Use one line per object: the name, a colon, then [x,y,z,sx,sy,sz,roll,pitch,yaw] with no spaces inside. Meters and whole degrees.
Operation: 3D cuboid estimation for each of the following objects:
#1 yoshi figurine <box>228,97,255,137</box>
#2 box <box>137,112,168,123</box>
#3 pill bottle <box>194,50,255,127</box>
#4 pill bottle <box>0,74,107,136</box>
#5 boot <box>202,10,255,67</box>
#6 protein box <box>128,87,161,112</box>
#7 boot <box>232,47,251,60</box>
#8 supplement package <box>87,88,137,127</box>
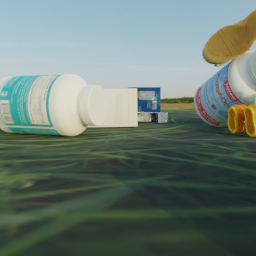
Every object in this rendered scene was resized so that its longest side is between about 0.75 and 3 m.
yoshi figurine: [3.677,-0.234,6.527,2.444,1.374,1.369,-14,-31,-12]
box: [0.899,-0.457,11.788,1.360,0.409,0.793,4,6,37]
pill bottle: [3.235,-1.144,7.962,1.602,1.602,2.946,-1,-15,-15]
pill bottle: [-1.776,-0.519,6.414,2.498,1.384,1.384,3,5,21]
boot: [2.655,-2.214,7.897,2.358,0.858,1.832,-38,0,-21]
protein box: [0.780,-1.206,13.815,1.586,1.575,1.070,0,5,3]
boot: [3.885,-1.934,9.300,0.625,1.780,1.302,-3,43,-8]
supplement package: [-0.740,-0.653,9.123,2.017,1.223,1.208,0,5,-3]
